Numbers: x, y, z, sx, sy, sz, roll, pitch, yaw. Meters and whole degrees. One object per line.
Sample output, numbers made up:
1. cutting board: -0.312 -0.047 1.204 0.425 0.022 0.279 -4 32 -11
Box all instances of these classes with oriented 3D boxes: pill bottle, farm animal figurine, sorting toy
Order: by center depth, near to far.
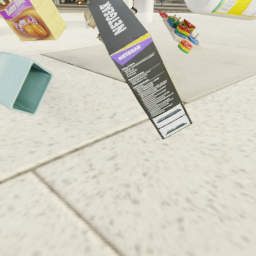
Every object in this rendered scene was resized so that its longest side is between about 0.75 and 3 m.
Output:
1. pill bottle: 2.992 -3.718 7.478 2.699 1.522 1.522 -4 27 -24
2. farm animal figurine: -0.741 -3.607 9.471 2.474 2.501 1.304 31 79 30
3. sorting toy: 1.954 -3.422 9.721 1.268 0.445 2.631 11 44 -32

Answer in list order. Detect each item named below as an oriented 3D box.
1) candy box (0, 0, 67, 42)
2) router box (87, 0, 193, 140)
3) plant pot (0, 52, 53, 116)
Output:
1. candy box: -2.092 -2.479 5.247 1.061 1.818 0.513 8 59 29
2. router box: 0.185 -1.461 6.008 0.747 2.249 2.861 -30 41 8
3. plant pot: -2.397 -0.976 5.797 1.070 1.048 1.051 24 -1 8
